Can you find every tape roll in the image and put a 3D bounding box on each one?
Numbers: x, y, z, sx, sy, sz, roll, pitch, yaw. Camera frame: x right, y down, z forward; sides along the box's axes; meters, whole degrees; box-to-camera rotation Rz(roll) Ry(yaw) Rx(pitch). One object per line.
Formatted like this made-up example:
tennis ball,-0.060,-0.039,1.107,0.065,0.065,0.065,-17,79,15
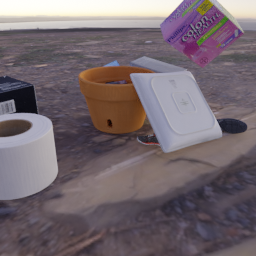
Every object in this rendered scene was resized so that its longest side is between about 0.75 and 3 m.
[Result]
tape roll,-2.868,0.621,7.070,2.047,1.405,2.047,1,24,0

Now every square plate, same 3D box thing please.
square plate,1.664,-0.730,8.916,2.723,0.387,2.697,-11,71,-36

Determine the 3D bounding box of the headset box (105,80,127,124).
headset box,-0.386,-1.047,10.279,1.138,0.575,1.532,-16,71,-31

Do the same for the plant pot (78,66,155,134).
plant pot,-0.356,-1.027,10.064,2.706,1.894,2.706,0,25,0

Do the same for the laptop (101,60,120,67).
laptop,0.116,-2.145,13.036,2.501,1.449,2.342,10,27,20

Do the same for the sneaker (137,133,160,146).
sneaker,0.820,0.290,8.944,1.069,0.438,0.412,7,26,15

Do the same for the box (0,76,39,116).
box,-5.165,-1.019,10.760,2.240,1.281,2.460,21,32,38

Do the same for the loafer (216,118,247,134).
loafer,3.347,-0.145,9.817,1.533,0.551,0.483,3,21,14

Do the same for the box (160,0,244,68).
box,2.508,-3.393,9.599,2.074,1.824,1.003,25,42,-32

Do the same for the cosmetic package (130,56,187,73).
cosmetic package,1.451,-2.639,13.991,2.597,1.171,1.387,29,39,27
